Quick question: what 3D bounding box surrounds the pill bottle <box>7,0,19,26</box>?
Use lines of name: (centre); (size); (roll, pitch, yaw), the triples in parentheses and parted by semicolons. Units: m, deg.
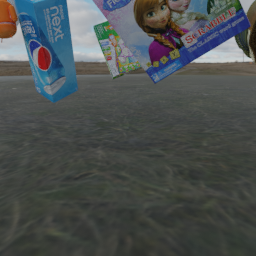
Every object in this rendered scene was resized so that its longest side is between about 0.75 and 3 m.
pill bottle: (-4.112, -3.636, 8.173); (1.886, 1.047, 1.047); (30, 25, 21)

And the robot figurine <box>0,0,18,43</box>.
robot figurine: (-2.541, -2.192, 5.626); (0.633, 0.881, 0.514); (-13, 5, -14)

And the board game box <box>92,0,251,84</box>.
board game box: (0.995, -2.697, 6.365); (2.629, 2.622, 0.541); (-30, 32, 22)

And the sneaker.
sneaker: (3.447, -2.882, 7.981); (1.259, 0.941, 2.805); (56, 12, 26)

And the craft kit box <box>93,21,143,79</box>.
craft kit box: (0.023, -3.569, 11.898); (2.326, 2.355, 0.571); (-22, 0, -8)

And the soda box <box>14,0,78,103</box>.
soda box: (-1.692, -1.709, 6.043); (0.719, 2.240, 0.760); (31, 50, 30)
